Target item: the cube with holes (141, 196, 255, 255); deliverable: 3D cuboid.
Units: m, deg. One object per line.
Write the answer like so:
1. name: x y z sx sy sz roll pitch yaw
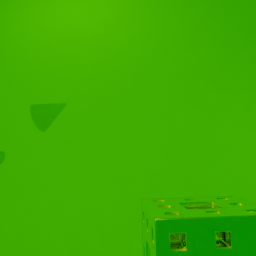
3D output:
1. cube with holes: 0.864 1.527 3.183 1.276 1.276 1.276 -1 84 -3
